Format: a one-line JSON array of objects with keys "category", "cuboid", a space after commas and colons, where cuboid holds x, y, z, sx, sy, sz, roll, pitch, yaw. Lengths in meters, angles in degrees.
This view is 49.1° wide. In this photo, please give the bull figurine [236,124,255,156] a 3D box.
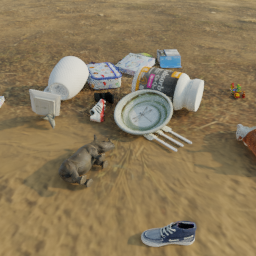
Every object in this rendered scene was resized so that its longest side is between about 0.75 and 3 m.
[{"category": "bull figurine", "cuboid": [4.567, 0.441, 9.480, 0.741, 1.381, 2.274, 11, 37, -22]}]

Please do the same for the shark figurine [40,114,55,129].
[{"category": "shark figurine", "cuboid": [-3.210, -0.389, 11.101, 0.389, 0.557, 0.932, -8, 29, -41]}]

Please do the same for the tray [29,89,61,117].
[{"category": "tray", "cuboid": [-3.209, -0.867, 10.830, 1.113, 2.074, 0.230, 12, 70, -11]}]

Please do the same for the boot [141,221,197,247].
[{"category": "boot", "cuboid": [0.999, 2.540, 6.896, 1.334, 0.603, 0.485, -2, 34, -2]}]

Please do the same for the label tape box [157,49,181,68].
[{"category": "label tape box", "cuboid": [2.450, -4.147, 16.682, 1.231, 0.568, 1.719, -2, 33, -3]}]

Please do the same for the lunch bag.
[{"category": "lunch bag", "cuboid": [-1.276, -2.762, 14.471, 1.728, 0.815, 2.156, -10, 37, -17]}]

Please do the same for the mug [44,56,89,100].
[{"category": "mug", "cuboid": [-3.064, -2.122, 13.099, 2.124, 1.568, 1.862, -19, 33, 28]}]

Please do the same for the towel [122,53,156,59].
[{"category": "towel", "cuboid": [0.655, -4.233, 17.131, 1.746, 0.199, 1.254, -23, 41, -30]}]

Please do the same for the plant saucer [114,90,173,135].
[{"category": "plant saucer", "cuboid": [0.625, -0.531, 11.076, 2.311, 0.580, 2.311, -7, 50, 9]}]

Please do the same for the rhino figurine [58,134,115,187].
[{"category": "rhino figurine", "cuboid": [-1.239, 0.947, 9.104, 1.107, 0.757, 2.531, 15, 35, 22]}]

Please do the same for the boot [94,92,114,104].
[{"category": "boot", "cuboid": [-1.097, -1.351, 12.731, 0.778, 0.392, 1.041, -5, 24, -19]}]

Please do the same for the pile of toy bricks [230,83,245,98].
[{"category": "pile of toy bricks", "cuboid": [5.275, -1.856, 13.377, 0.583, 0.519, 1.050, 1, 34, 2]}]

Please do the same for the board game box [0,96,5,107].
[{"category": "board game box", "cuboid": [-6.092, -1.017, 12.429, 0.824, 0.210, 1.226, -2, 34, -2]}]

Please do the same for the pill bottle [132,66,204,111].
[{"category": "pill bottle", "cuboid": [1.714, -1.678, 12.128, 2.813, 1.637, 1.637, 15, 37, 21]}]

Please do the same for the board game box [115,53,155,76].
[{"category": "board game box", "cuboid": [0.410, -3.572, 15.809, 1.658, 0.361, 1.666, 20, 48, 27]}]

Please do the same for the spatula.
[{"category": "spatula", "cuboid": [1.451, 0.363, 10.529, 1.160, 0.134, 1.669, -21, 40, -37]}]

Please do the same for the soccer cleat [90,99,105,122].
[{"category": "soccer cleat", "cuboid": [-1.282, -0.774, 11.838, 0.634, 0.511, 1.490, 2, 39, -4]}]
